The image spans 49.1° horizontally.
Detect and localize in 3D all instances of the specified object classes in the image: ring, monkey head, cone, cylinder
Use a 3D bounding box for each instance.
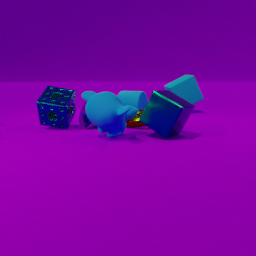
[{"bbox_3d":[0.575,-0.364,9.386,1.756,0.351,1.756,-7,11,1],"label":"ring"},{"bbox_3d":[-0.394,-0.498,7.372,1.350,1.131,1.877,-36,39,-26],"label":"monkey head"},{"bbox_3d":[-0.809,-0.322,9.139,1.141,1.137,1.137,25,-7,-37],"label":"cone"},{"bbox_3d":[0.174,-1.035,11.699,1.002,1.002,1.002,5,11,26],"label":"cylinder"}]

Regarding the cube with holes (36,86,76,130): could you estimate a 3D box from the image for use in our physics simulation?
[{"bbox_3d":[-2.175,-0.636,8.643,0.884,0.884,0.884,10,42,4],"label":"cube with holes"}]

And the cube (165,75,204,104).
[{"bbox_3d":[2.503,-1.615,12.642,1.160,1.160,1.160,-27,13,1],"label":"cube"}]

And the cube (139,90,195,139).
[{"bbox_3d":[1.049,-0.395,7.526,0.934,0.934,0.934,36,24,24],"label":"cube"}]
